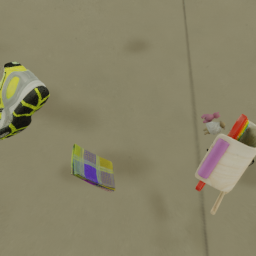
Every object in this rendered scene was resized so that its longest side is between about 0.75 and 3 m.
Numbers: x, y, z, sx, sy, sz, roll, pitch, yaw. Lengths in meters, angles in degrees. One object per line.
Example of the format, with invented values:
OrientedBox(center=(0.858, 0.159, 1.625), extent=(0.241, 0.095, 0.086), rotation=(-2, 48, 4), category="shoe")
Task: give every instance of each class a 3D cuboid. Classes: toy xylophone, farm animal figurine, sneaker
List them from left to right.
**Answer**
OrientedBox(center=(-2.293, -0.398, 5.341), extent=(0.832, 2.177, 0.821), rotation=(55, 33, 2), category="sneaker")
OrientedBox(center=(1.215, 0.391, 3.323), extent=(0.380, 1.513, 1.108), rotation=(34, 105, 23), category="toy xylophone")
OrientedBox(center=(2.204, 0.186, 6.013), extent=(1.265, 0.636, 1.021), rotation=(30, 52, -23), category="farm animal figurine")

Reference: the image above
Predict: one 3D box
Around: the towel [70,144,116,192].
OrientedBox(center=(-0.605, 0.718, 5.026), extent=(0.109, 0.958, 0.688), rotation=(-37, 39, 28), category="towel")
